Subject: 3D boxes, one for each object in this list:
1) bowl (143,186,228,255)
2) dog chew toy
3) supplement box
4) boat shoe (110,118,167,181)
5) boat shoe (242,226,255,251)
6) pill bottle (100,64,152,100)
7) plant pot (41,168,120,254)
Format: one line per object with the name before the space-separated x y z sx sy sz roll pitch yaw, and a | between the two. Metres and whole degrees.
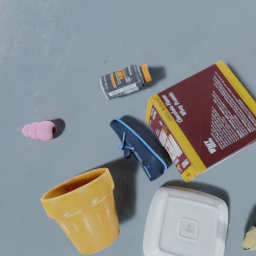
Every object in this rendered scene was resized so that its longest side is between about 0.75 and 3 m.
bowl | 1.528 2.636 7.340 2.146 0.801 2.143 11 72 10
dog chew toy | -2.678 0.085 8.374 0.981 0.611 0.611 0 72 6
supplement box | 2.116 -0.144 7.892 2.370 1.573 2.337 -28 73 -9
boat shoe | 0.148 0.600 8.001 0.740 0.908 2.157 -44 69 -5
boat shoe | 3.111 2.876 7.071 0.467 1.227 0.440 -26 47 -5
pill bottle | -0.035 -1.393 8.221 1.415 0.752 0.752 -19 72 10
plant pot | -1.021 2.123 7.051 1.790 1.790 1.639 -23 94 -7
